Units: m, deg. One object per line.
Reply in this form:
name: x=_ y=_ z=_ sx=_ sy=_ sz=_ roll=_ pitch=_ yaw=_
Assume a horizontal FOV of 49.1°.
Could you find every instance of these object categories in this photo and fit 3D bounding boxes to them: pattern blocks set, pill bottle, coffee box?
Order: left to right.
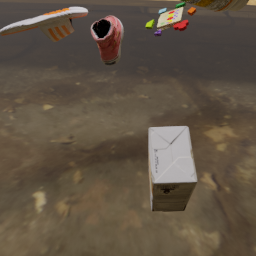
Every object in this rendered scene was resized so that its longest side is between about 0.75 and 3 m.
coffee box: x=0.621 y=0.697 z=4.319 sx=0.585 sy=1.467 sz=0.839 roll=-3 pitch=60 yaw=2
pattern blocks set: x=1.289 y=-3.303 z=8.535 sx=1.560 sy=0.144 sz=1.775 roll=-2 pitch=45 yaw=31
pill bottle: x=1.834 y=-3.078 z=6.027 sx=1.726 sy=0.959 sz=0.959 roll=1 pitch=34 yaw=-30

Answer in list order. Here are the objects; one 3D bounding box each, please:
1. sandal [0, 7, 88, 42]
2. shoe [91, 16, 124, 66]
sandal: x=-2.129 y=-2.595 z=7.360 sx=2.368 sy=0.678 sz=0.907 roll=-13 pitch=31 yaw=5
shoe: x=-0.505 y=-2.518 z=7.173 sx=0.658 sy=0.837 sz=1.841 roll=-7 pitch=54 yaw=9
